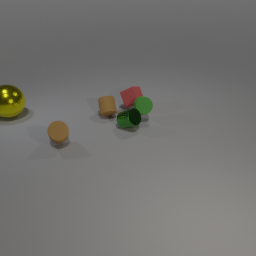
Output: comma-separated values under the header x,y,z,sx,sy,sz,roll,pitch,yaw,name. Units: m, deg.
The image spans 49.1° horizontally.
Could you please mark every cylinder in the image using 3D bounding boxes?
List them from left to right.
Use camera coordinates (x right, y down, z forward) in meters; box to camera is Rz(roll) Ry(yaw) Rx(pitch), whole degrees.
x,y,z,sx,sy,sz,roll,pitch,yaw,name
-2.425,0.149,9.760,0.700,0.700,0.700,-8,-9,-14,cylinder
-0.869,-0.923,11.793,0.700,0.700,0.700,-10,-12,-2,cylinder
0.039,-0.364,10.823,0.700,0.700,0.700,-29,11,-41,cylinder
0.613,-0.930,11.410,0.700,0.700,0.700,-2,8,-4,cylinder

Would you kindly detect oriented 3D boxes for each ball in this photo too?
x,y,z,sx,sy,sz,roll,pitch,yaw,name
-5.000,-1.106,11.647,1.400,1.400,1.400,0,29,0,ball

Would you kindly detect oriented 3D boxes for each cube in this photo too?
x,y,z,sx,sy,sz,roll,pitch,yaw,name
0.194,-1.380,12.323,0.700,0.700,0.700,-21,-3,28,cube
